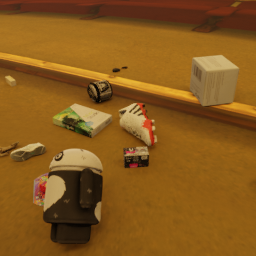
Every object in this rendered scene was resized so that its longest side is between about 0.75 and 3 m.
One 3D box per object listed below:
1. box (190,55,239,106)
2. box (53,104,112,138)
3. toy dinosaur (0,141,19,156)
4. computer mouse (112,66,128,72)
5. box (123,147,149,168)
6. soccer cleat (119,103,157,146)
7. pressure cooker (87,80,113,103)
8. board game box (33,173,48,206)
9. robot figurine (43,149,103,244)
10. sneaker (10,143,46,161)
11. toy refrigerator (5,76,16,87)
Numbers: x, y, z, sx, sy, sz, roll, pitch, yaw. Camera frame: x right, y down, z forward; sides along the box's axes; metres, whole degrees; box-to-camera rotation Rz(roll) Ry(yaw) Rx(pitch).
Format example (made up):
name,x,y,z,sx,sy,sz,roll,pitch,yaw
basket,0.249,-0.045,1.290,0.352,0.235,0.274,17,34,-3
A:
name,x,y,z,sx,sy,sz,roll,pitch,yaw
box,4.100,-2.325,13.580,1.603,1.871,1.862,-7,33,-6
box,-1.930,-0.362,11.938,2.075,0.377,1.498,17,36,26
toy dinosaur,-4.996,0.836,10.123,1.970,0.573,0.996,-1,17,-15
computer mouse,-0.484,-3.647,17.152,1.170,0.199,0.343,-27,41,-36
box,0.271,0.999,9.676,0.846,0.559,0.485,-4,33,-5
soccer cleat,0.333,-0.114,11.109,1.261,1.016,2.961,-13,31,-3
pressure cooker,-1.411,-1.756,13.568,1.103,0.985,0.970,-20,25,-29
board game box,-2.355,1.765,8.748,1.193,0.294,1.510,-8,34,-12
robot figurine,-1.405,1.694,7.173,1.756,1.458,2.337,-5,69,20
sneaker,-3.625,0.847,10.108,1.223,0.430,0.490,-14,28,-32
toy refrigerator,-6.440,-2.583,15.404,0.293,0.317,0.836,-25,40,-33
